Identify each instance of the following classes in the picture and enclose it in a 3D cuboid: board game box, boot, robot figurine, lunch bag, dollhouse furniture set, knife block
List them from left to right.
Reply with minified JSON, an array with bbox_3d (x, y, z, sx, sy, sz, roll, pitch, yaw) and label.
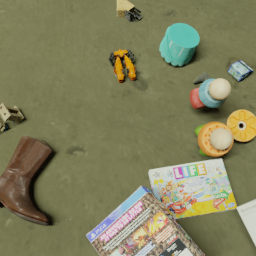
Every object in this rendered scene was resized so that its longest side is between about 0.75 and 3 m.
[{"bbox_3d":[-4.538,-0.345,10.384,0.954,0.673,0.669,-43,69,14],"label":"dollhouse furniture set"},{"bbox_3d":[-3.103,1.623,9.355,2.461,0.848,2.641,24,63,8],"label":"boot"},{"bbox_3d":[-0.197,-2.567,11.399,1.057,0.424,1.457,-11,67,-5],"label":"robot figurine"},{"bbox_3d":[0.060,-5.403,12.682,1.153,0.420,1.314,-1,65,-1],"label":"knife block"},{"bbox_3d":[0.549,3.360,7.971,2.117,1.286,2.656,-41,72,0],"label":"board game box"},{"bbox_3d":[2.088,2.050,9.299,2.534,0.434,1.703,-9,66,-4],"label":"board game box"},{"bbox_3d":[3.161,-1.764,11.127,0.850,0.339,0.935,-38,78,-13],"label":"boot"},{"bbox_3d":[4.573,-2.358,11.289,0.802,0.511,0.682,-27,65,-26],"label":"lunch bag"}]

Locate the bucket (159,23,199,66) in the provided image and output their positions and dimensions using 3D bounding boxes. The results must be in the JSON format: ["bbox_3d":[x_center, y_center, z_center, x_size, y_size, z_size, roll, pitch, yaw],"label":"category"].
[{"bbox_3d":[2.079,-3.405,11.323,1.529,0.995,1.529,5,62,-10],"label":"bucket"}]

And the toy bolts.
[{"bbox_3d":[3.293,-0.479,9.264,2.436,1.769,2.550,-15,86,-4],"label":"toy bolts"}]

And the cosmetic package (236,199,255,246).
[{"bbox_3d":[4.491,3.231,8.139,1.457,1.048,2.582,-35,66,23],"label":"cosmetic package"}]
